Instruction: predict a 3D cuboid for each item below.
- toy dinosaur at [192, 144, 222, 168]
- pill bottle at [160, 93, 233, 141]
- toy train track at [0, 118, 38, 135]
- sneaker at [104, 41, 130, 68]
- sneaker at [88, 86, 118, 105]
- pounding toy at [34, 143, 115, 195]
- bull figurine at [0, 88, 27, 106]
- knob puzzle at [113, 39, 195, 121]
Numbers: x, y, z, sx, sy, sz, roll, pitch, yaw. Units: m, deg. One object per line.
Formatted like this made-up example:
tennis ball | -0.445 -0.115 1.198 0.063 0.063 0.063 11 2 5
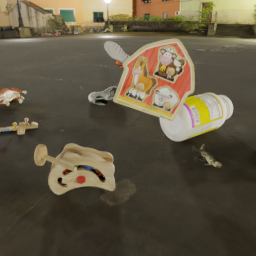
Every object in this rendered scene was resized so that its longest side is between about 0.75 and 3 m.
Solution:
toy dinosaur | 2.479 0.895 9.204 0.720 0.388 1.634 11 21 -12
pill bottle | 2.790 -0.535 11.036 2.934 1.529 1.529 -15 28 -33
toy train track | -4.871 -0.093 11.487 2.213 0.360 1.269 -7 24 -15
sneaker | -0.462 -3.039 12.071 1.621 0.629 0.908 37 -12 -21
sneaker | -1.066 -1.581 14.667 1.829 0.686 1.056 -20 34 -18
pounding toy | -1.401 1.290 7.386 2.282 1.305 1.309 15 20 -14
bull figurine | -6.424 -1.586 14.443 1.413 0.758 2.327 16 30 28
knob puzzle | 0.995 -1.522 8.603 2.713 2.713 0.376 -2 27 -5
